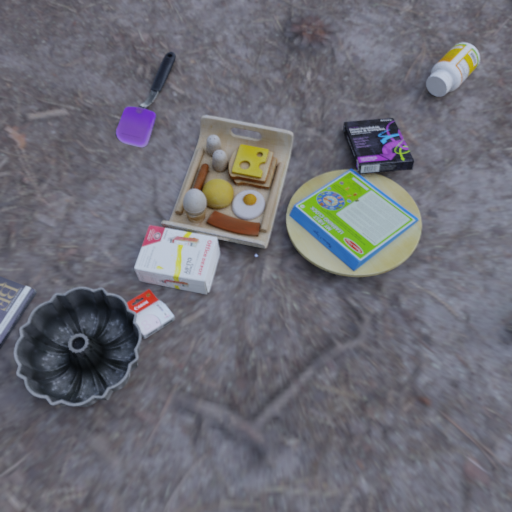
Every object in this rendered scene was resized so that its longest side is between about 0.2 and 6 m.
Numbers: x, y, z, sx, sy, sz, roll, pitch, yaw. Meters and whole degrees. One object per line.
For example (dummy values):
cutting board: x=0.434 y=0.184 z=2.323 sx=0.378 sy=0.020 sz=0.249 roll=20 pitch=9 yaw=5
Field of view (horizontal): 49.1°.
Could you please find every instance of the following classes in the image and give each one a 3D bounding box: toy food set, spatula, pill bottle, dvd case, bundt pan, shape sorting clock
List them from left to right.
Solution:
dvd case: x=-4.718 y=0.824 z=9.166 sx=1.785 sy=0.143 sz=1.327 roll=19 pitch=63 yaw=10
bundt pan: x=-2.619 y=1.445 z=8.507 sx=1.868 sy=0.701 sz=1.868 roll=0 pitch=61 yaw=-1
spatula: x=-2.132 y=-3.254 z=11.355 sx=0.697 sy=0.253 sz=2.465 roll=14 pitch=62 yaw=7
toy food set: x=-0.454 y=-1.382 z=10.021 sx=1.824 sy=0.768 sz=2.542 roll=12 pitch=62 yaw=7
shape sorting clock: x=1.684 y=-0.609 z=9.764 sx=2.325 sy=0.456 sz=2.325 roll=0 pitch=53 yaw=-1
pill bottle: x=3.980 y=-3.767 z=11.413 sx=0.644 sy=0.644 sz=1.160 roll=37 pitch=67 yaw=18

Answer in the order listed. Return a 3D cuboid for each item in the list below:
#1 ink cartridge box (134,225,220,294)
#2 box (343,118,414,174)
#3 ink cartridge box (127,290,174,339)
ink cartridge box: x=-1.297 y=0.056 z=9.379 sx=1.212 sy=0.506 sz=0.880 roll=10 pitch=62 yaw=6
box: x=2.273 y=-2.093 z=10.541 sx=1.007 sy=0.254 sz=1.408 roll=-6 pitch=46 yaw=-4
ink cartridge box: x=-1.766 y=0.906 z=9.061 sx=0.589 sy=0.207 sz=0.725 roll=-32 pitch=70 yaw=-25
